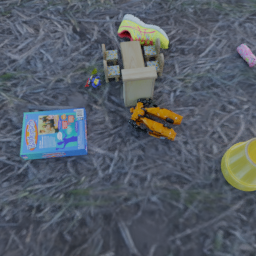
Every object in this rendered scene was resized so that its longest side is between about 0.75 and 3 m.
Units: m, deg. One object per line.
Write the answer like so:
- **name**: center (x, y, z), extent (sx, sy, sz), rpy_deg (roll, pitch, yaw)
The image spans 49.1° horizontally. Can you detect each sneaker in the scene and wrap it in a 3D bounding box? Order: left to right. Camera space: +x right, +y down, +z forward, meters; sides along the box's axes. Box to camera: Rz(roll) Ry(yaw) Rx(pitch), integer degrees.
- **sneaker**: center (0.688, -4.168, 12.950), extent (2.656, 1.038, 1.199), rpy_deg (30, 78, 18)

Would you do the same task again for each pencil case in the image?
- **pencil case**: center (5.433, -3.315, 12.723), extent (0.487, 0.487, 1.114), rpy_deg (-21, 65, -10)

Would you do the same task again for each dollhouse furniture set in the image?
- **dollhouse furniture set**: center (0.261, -2.641, 11.583), extent (2.515, 1.906, 2.869), rpy_deg (-7, 64, -3)

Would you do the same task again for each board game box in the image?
- **board game box**: center (-2.852, 0.205, 10.940), extent (2.440, 0.549, 1.856), rpy_deg (-4, 64, -2)

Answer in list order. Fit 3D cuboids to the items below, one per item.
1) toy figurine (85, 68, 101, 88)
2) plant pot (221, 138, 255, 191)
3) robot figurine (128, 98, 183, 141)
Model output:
- **toy figurine**: center (-1.430, -2.070, 12.247), extent (0.569, 0.501, 0.950), rpy_deg (29, 66, -18)
- **plant pot**: center (4.395, 1.175, 9.858), extent (1.764, 1.660, 1.764), rpy_deg (0, 65, -1)
- **robot figurine**: center (1.021, -0.324, 11.132), extent (2.071, 0.603, 1.502), rpy_deg (22, 73, 10)
